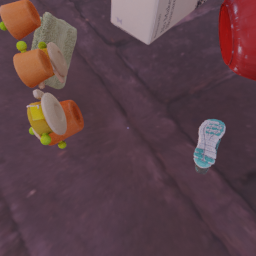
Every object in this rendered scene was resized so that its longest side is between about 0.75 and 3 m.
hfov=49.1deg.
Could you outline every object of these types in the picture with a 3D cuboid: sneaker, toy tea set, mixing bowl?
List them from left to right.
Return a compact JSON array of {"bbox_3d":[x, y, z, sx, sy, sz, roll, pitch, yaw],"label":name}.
[{"bbox_3d":[-1.651,-0.827,4.860,0.968,1.555,2.614,-20,76,9],"label":"toy tea set"},{"bbox_3d":[1.463,0.340,5.178,0.462,0.543,1.190,19,54,20],"label":"sneaker"},{"bbox_3d":[2.772,-2.089,5.884,1.461,2.697,2.697,-6,56,9],"label":"mixing bowl"}]

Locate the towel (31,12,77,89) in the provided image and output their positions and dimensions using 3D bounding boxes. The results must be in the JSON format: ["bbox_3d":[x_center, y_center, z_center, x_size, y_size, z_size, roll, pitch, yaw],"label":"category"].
[{"bbox_3d":[-1.754,-1.741,6.560,0.292,1.187,1.600,22,100,29],"label":"towel"}]

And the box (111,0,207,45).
[{"bbox_3d":[0.932,-2.780,5.193,0.943,1.134,2.759,37,62,17],"label":"box"}]
